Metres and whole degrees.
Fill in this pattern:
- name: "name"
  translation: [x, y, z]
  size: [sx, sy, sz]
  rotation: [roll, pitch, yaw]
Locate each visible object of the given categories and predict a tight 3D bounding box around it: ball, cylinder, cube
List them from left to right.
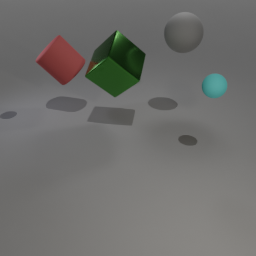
- name: "cylinder"
  translation: [-2.660, -2.673, 11.112]
  size: [1.400, 1.400, 1.400]
  rotation: [-36, 29, 23]
- name: "cube"
  translation: [-0.422, -2.206, 9.837]
  size: [1.400, 1.400, 1.400]
  rotation: [-27, 40, 44]
- name: "ball"
  translation: [2.009, -3.431, 10.117]
  size: [1.400, 1.400, 1.400]
  rotation: [0, 29, 0]
- name: "ball"
  translation: [2.474, -1.202, 8.024]
  size: [0.700, 0.700, 0.700]
  rotation: [0, 29, 0]
